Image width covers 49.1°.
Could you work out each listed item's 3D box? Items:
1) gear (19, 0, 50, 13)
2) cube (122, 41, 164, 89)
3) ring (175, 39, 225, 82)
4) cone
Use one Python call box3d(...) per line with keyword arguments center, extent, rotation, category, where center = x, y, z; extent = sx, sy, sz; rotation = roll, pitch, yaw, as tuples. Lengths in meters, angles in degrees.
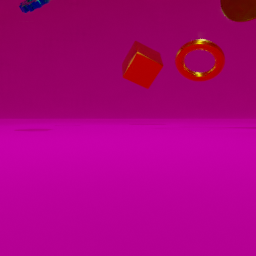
box3d(center=(-2.840, -3.973, 8.738), extent=(1.129, 0.209, 1.129), rotation=(-15, 41, 14), category="gear")
box3d(center=(0.580, -2.656, 11.805), extent=(1.256, 1.256, 1.256), rotation=(21, 35, -19), category="cube")
box3d(center=(2.056, -1.908, 8.052), extent=(1.405, 0.281, 1.405), rotation=(11, -38, 9), category="ring")
box3d(center=(3.424, -3.172, 6.957), extent=(1.580, 1.574, 1.574), rotation=(7, -3, -40), category="cone")
